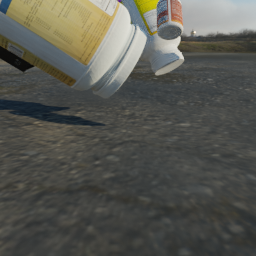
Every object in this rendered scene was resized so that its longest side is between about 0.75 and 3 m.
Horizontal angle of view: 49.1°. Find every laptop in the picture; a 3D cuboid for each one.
[{"bbox_3d":[-3.011,-2.539,8.502,2.354,1.364,2.204,31,-10,-25],"label":"laptop"}]

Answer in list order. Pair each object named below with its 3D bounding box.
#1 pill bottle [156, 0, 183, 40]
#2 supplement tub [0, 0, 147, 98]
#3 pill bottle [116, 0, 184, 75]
[{"bbox_3d":[1.085,-2.983,7.347,0.670,1.194,0.670,1,-20,0],"label":"pill bottle"},{"bbox_3d":[-1.317,-2.174,6.120,2.996,2.167,2.167,30,9,-21],"label":"supplement tub"},{"bbox_3d":[0.773,-3.342,9.485,1.543,2.960,1.543,-23,-8,-3],"label":"pill bottle"}]
